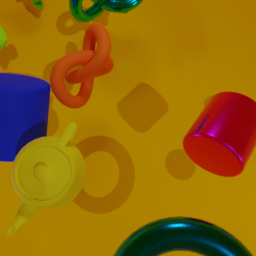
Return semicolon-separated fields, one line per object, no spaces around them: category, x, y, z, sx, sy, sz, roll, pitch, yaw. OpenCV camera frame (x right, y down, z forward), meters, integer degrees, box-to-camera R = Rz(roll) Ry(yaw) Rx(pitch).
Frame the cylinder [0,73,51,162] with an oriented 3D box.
cylinder;-2.189;-0.245;5.256;1.337;1.337;1.337;11;108;2

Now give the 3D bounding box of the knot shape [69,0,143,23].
knot shape;-0.515;-2.778;5.963;1.604;1.714;0.792;-24;113;-27

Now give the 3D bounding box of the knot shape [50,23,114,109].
knot shape;-0.877;-1.081;5.394;0.750;1.623;1.519;34;65;-1

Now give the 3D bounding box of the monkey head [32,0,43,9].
monkey head;-2.382;-3.445;6.729;0.836;1.163;0.701;-12;75;-9

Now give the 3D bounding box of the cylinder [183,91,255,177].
cylinder;1.599;0.103;4.651;1.030;1.030;1.030;37;64;6

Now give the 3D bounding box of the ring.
ring;0.689;2.138;3.456;2.047;0.409;2.047;-1;86;8

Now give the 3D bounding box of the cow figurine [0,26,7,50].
cow figurine;-2.265;-1.342;4.507;0.897;0.882;0.492;4;63;18

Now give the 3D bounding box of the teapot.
teapot;-1.129;0.656;3.824;1.029;0.810;1.654;27;80;0
